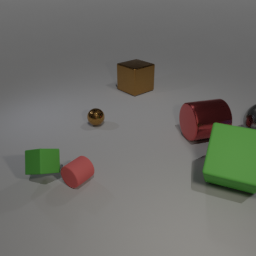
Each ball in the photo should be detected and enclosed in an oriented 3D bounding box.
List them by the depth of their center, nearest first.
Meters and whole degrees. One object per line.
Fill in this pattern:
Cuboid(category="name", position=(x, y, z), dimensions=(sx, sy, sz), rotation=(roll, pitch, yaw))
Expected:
Cuboid(category="ball", position=(4.899, -0.222, 10.102), dimensions=(1.400, 1.400, 1.400), rotation=(0, 29, 0))
Cuboid(category="ball", position=(-1.285, -0.445, 11.218), dimensions=(0.700, 0.700, 0.700), rotation=(0, 29, 0))

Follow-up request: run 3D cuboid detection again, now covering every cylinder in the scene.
Cuboid(category="cylinder", position=(-1.454, 1.263, 8.099), dimensions=(0.700, 0.700, 0.700), rotation=(19, 34, 31))
Cuboid(category="cylinder", position=(2.792, -0.304, 10.212), dimensions=(1.400, 1.400, 1.400), rotation=(-8, 30, -14))

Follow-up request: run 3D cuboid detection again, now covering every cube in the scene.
Cuboid(category="cube", position=(2.881, 0.836, 7.546), dimensions=(1.400, 1.400, 1.400), rotation=(11, 74, 21))
Cuboid(category="cube", position=(-2.458, 0.966, 8.059), dimensions=(0.700, 0.700, 0.700), rotation=(-8, -8, 34))
Cuboid(category="cube", position=(0.395, -2.642, 14.483), dimensions=(1.400, 1.400, 1.400), rotation=(-22, 35, -35))
